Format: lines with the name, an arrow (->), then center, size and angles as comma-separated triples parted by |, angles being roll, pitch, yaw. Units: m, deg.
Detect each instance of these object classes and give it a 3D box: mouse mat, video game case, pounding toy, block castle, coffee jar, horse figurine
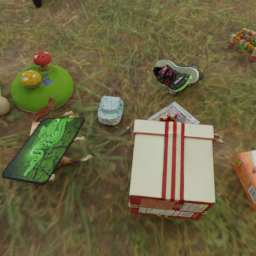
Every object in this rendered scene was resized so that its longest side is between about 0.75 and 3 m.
mouse mat -> -2.062, 0.465, 6.889 | 1.611, 0.075, 2.003 | 0, 47, 32
video game case -> 1.498, -0.153, 9.434 | 1.450, 0.185, 1.311 | -32, 59, -22
pounding toy -> -3.489, -1.750, 9.909 | 2.938, 1.363, 2.267 | -13, 54, -10
block castle -> 5.035, -3.479, 11.698 | 0.937, 0.658, 1.403 | -32, 57, -17
coffee jar -> 2.081, -1.815, 10.379 | 1.359, 0.708, 0.580 | -32, 57, -23
horse figurine -> -2.332, 0.361, 8.681 | 1.840, 0.693, 2.777 | -23, 63, -10

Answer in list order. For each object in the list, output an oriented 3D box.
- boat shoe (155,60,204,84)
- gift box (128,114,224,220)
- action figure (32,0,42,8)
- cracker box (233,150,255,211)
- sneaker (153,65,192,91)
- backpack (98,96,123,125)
boat shoe -> 1.736, -1.920, 9.635 | 0.557, 0.660, 1.851 | -11, 28, -42
gift box -> 1.221, 1.060, 7.357 | 2.385, 2.200, 2.227 | 6, 62, -1
action figure -> -4.606, -7.481, 14.522 | 1.952, 1.040, 2.999 | -23, 51, -3
cracker box -> 4.434, 1.337, 7.990 | 2.307, 0.665, 1.545 | -8, 53, -7
sneaker -> 1.082, -1.323, 7.257 | 0.515, 0.562, 1.342 | -57, 36, -6
backpack -> -0.598, -0.590, 9.479 | 0.847, 0.718, 0.954 | 8, 58, 7
